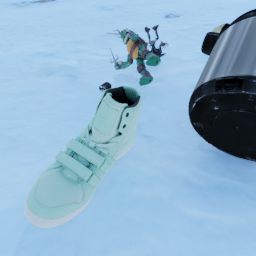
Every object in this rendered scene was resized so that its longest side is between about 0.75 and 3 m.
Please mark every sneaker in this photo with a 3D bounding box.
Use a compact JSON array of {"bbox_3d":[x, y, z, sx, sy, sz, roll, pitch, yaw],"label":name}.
[{"bbox_3d":[-0.758,0.282,5.109,1.093,1.753,2.971,28,46,16],"label":"sneaker"}]

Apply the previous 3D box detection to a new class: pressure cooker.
[{"bbox_3d":[2.834,-0.996,5.762,2.527,2.489,2.829,-7,48,52],"label":"pressure cooker"}]

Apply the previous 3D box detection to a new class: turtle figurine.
[{"bbox_3d":[0.142,-2.329,8.473,1.057,1.572,2.100,-25,57,-17],"label":"turtle figurine"}]

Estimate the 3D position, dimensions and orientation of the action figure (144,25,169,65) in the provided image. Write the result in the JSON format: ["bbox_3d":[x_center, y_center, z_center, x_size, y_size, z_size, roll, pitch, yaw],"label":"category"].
[{"bbox_3d":[0.977,-2.833,9.764,0.826,1.391,0.710,-8,1,36],"label":"action figure"}]

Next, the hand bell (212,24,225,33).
[{"bbox_3d":[3.773,-2.761,10.133,1.033,1.033,1.985,-7,54,-10],"label":"hand bell"}]
